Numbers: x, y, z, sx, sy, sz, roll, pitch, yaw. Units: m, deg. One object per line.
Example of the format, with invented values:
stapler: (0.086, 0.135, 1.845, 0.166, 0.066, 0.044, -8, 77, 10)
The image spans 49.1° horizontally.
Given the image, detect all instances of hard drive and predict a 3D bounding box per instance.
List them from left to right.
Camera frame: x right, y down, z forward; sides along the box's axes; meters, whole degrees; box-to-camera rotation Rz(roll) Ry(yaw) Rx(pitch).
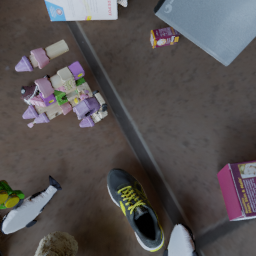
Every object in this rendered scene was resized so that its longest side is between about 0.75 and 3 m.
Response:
hard drive: (2.176, -2.929, 6.953, 2.596, 1.812, 0.427, 26, 31, -25)

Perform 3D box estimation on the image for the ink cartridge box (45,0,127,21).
ink cartridge box: (-1.481, -5.196, 10.042, 2.876, 1.848, 1.801, -2, 65, -2)

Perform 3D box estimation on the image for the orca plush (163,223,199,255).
orca plush: (1.525, 3.485, 6.660, 0.795, 1.176, 2.236, 20, 43, -30)

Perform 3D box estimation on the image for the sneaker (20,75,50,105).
sneaker: (-3.076, -1.347, 9.071, 0.676, 0.443, 1.171, 24, 69, 14)

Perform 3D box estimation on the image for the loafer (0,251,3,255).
loafer: (-3.893, 2.793, 7.068, 1.994, 0.628, 0.717, 42, 72, 17)

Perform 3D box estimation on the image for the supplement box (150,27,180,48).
supplement box: (1.284, -3.198, 9.860, 0.932, 0.514, 0.399, -12, 67, -5)

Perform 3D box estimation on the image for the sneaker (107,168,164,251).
sneaker: (0.232, 1.971, 7.237, 0.885, 1.006, 2.377, -30, 69, -14)

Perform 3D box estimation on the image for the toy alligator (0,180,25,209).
toy alligator: (-2.638, 1.228, 5.244, 0.558, 1.881, 0.510, 38, 80, 26)

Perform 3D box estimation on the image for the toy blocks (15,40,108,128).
toy blocks: (-2.034, -0.730, 7.833, 2.000, 2.220, 2.376, -31, 77, -14)

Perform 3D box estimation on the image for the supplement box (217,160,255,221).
supplement box: (3.654, 1.586, 7.363, 2.102, 1.085, 1.376, -6, 66, -3)

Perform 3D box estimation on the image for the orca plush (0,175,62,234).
orca plush: (-2.672, 1.969, 7.466, 0.628, 0.929, 1.766, 20, 66, 43)

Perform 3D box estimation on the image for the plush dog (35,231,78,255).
plush dog: (-1.244, 3.816, 6.121, 2.167, 2.024, 2.523, 29, 67, -14)
